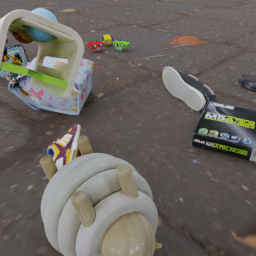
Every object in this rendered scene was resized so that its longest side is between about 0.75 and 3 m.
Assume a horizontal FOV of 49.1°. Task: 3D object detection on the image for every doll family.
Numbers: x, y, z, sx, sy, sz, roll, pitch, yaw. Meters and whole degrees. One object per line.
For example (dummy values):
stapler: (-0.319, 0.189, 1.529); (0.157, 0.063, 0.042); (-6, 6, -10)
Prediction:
doll family: (-3.051, -1.755, 7.128); (1.228, 0.710, 0.482); (39, 35, 3)

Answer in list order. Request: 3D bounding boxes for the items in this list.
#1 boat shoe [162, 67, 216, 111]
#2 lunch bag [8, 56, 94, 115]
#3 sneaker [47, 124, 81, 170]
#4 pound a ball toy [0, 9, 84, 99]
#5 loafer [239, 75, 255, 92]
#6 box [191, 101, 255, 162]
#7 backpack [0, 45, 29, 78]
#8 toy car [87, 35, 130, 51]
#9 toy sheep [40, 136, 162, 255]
boat shoe: (1.876, -1.328, 8.844); (0.662, 0.810, 2.194); (-16, 39, -23)
lunch bag: (-2.248, -1.388, 8.499); (2.089, 1.328, 1.771); (11, 35, -1)
sneaker: (-1.461, 0.386, 6.384); (0.700, 0.582, 1.554); (3, 32, -6)
pound a ball toy: (-1.260, -1.089, 4.188); (1.517, 0.988, 2.326); (13, 8, -32)
loafer: (4.707, -1.538, 9.233); (2.000, 0.723, 0.728); (20, 39, 29)
box: (2.744, 0.041, 7.046); (1.898, 0.451, 1.833); (15, 38, 21)
backpack: (-4.308, -2.400, 10.265); (1.210, 1.074, 0.911); (-15, 34, -10)
toy car: (-0.768, -3.923, 13.225); (1.784, 0.423, 1.896); (14, 36, 20)
toy sheep: (-0.491, 1.137, 4.217); (1.772, 1.772, 2.570); (-18, 27, -25)
